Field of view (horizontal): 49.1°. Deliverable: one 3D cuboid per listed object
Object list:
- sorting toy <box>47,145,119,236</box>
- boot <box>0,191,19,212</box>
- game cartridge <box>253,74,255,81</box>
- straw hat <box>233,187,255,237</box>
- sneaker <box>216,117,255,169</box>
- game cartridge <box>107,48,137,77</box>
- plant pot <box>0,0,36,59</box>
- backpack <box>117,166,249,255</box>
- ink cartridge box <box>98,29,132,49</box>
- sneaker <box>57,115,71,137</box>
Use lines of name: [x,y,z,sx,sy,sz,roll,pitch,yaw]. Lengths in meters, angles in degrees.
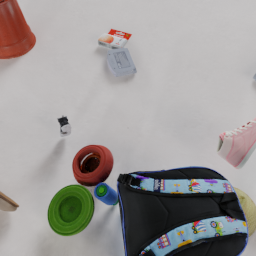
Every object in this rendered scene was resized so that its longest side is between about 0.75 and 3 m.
sorting toy: [-0.929,1.630,7.152,1.449,0.990,2.411,10,65,26]
boot: [-4.151,2.030,6.897,2.391,0.840,1.748,26,65,16]
game cartridge: [5.311,-1.974,10.115,0.974,0.304,1.462,35,61,28]
straw hat: [2.583,1.978,6.938,1.540,0.652,1.540,0,53,0]
sneaker: [2.988,0.161,7.386,0.897,0.646,1.716,31,96,4]
game cartridge: [-0.287,-2.467,10.491,0.916,0.278,1.374,-10,54,-11]
plant pot: [-4.759,-4.024,10.554,2.047,1.990,2.047,0,54,0]
backpack: [1.122,2.057,6.196,2.560,1.722,2.337,-8,54,-4]
ink cartridge box: [-0.505,-3.669,11.347,1.013,0.313,1.248,19,58,13]
sneaker: [-1.883,-0.066,8.255,0.328,0.870,0.495,-15,75,-23]
